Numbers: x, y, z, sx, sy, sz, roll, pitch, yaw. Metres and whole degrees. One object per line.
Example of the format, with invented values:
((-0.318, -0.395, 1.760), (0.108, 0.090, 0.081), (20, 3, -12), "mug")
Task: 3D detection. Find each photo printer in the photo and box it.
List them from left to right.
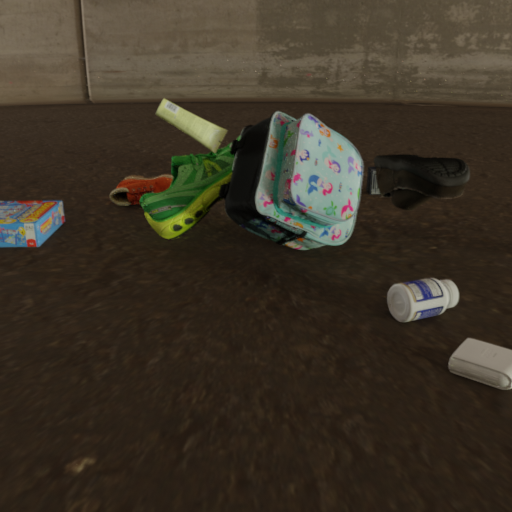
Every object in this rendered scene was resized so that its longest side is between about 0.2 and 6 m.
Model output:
((3.019, 1.397, 7.228), (0.845, 0.293, 0.703), (15, 25, 37), "photo printer")

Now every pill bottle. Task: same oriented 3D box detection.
((2.632, 0.666, 8.779), (1.004, 0.601, 0.601), (-7, 22, -23), "pill bottle")

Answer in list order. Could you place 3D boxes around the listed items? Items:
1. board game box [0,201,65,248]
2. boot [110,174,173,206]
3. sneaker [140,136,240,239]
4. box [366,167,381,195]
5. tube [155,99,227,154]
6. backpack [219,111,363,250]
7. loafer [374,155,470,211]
((-5.576, -0.748, 12.661), (1.898, 0.542, 1.939), (-1, 20, -2), "board game box")
((-2.905, -1.675, 15.063), (2.063, 0.774, 1.106), (2, 26, 21), "boot")
((-1.107, -1.823, 12.106), (3.350, 1.400, 1.241), (-44, -2, -23), "sneaker")
((3.630, -2.191, 16.260), (0.754, 0.760, 0.468), (-1, 21, -4), "box")
((-1.268, -2.532, 10.834), (1.362, 0.395, 0.353), (27, 37, -11), "tube")
((0.947, -1.364, 11.021), (2.001, 2.360, 2.658), (-8, -25, 45), "backpack")
((3.469, -1.509, 11.890), (1.172, 1.146, 3.212), (-4, 15, -7), "loafer")
